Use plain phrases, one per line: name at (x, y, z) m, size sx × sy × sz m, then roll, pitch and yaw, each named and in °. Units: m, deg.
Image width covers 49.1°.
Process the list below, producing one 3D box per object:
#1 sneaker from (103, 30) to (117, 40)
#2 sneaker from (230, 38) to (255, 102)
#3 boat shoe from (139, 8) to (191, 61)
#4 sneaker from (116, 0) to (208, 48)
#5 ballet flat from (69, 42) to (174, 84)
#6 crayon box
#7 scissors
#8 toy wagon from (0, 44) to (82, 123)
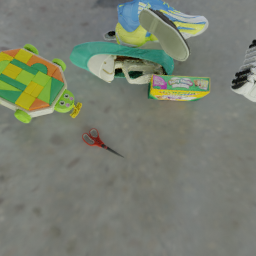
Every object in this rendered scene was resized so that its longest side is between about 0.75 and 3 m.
sneaker at (-0.337, -2.888, 8.705) m, size 0.820 × 0.336 × 0.306 m, roll -13°, pitch 92°, yaw -12°
sneaker at (3.805, -1.831, 7.859) m, size 0.970 × 0.900 × 2.394 m, roll 32°, pitch 83°, yaw -15°
boat shoe at (0.946, -2.243, 6.599) m, size 0.487 × 0.577 × 1.619 m, roll -28°, pitch 72°, yaw -38°
sneaker at (0.998, -3.282, 8.109) m, size 2.914 × 1.104 × 1.531 m, roll -17°, pitch 112°, yaw -16°
ballet flat at (-0.167, -1.742, 7.770) m, size 2.994 × 1.008 × 1.054 m, roll 3°, pitch 52°, yaw -4°
crayon box at (1.279, -1.025, 7.377) m, size 1.424 × 1.228 × 0.415 m, roll 3°, pitch 86°, yaw -1°
scissors at (-0.677, 0.508, 7.400) m, size 0.462 × 0.088 × 1.263 m, roll -42°, pitch 76°, yaw -16°
toy wagon at (-2.472, -1.135, 7.594) m, size 2.636 × 0.522 × 2.045 m, roll 26°, pitch 64°, yaw -1°
